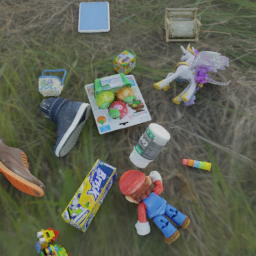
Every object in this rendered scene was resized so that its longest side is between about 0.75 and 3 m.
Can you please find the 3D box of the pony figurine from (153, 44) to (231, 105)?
[{"bbox_3d":[2.654,-2.145,11.281,2.467,2.129,2.556,30,77,26],"label":"pony figurine"}]

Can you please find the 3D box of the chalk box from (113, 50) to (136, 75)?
[{"bbox_3d":[-0.063,-2.918,12.355,0.654,0.658,1.054,37,65,22],"label":"chalk box"}]

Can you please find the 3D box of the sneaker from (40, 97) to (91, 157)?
[{"bbox_3d":[-2.608,-0.130,10.302,1.725,0.908,2.387,17,55,7],"label":"sneaker"}]

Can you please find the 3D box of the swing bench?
[{"bbox_3d":[2.614,-5.011,13.582,1.551,1.012,1.559,1,51,1],"label":"swing bench"}]

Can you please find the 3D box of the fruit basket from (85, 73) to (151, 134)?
[{"bbox_3d":[-0.416,-1.031,10.881,2.076,1.051,2.242,-15,61,-10],"label":"fruit basket"}]

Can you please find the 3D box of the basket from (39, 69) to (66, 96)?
[{"bbox_3d":[-3.099,-1.902,11.472,1.028,0.811,1.165,-2,60,13],"label":"basket"}]

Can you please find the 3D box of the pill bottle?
[{"bbox_3d":[0.631,0.552,8.436,0.723,1.279,0.723,27,26,-14],"label":"pill bottle"}]

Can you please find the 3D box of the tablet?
[{"bbox_3d":[-1.756,-5.791,14.571,1.570,0.165,2.413,-3,57,-2],"label":"tablet"}]

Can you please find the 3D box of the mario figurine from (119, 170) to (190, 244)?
[{"bbox_3d":[0.709,2.362,8.858,2.472,1.310,1.526,45,30,14],"label":"mario figurine"}]

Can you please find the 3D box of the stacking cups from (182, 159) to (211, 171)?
[{"bbox_3d":[2.397,1.274,9.824,0.956,0.289,0.289,9,57,13],"label":"stacking cups"}]

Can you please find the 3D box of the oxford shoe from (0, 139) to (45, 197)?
[{"bbox_3d":[-3.735,1.242,9.396,2.866,1.022,1.045,30,56,19],"label":"oxford shoe"}]

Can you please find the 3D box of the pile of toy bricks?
[{"bbox_3d":[-2.064,3.665,8.021,0.748,0.841,1.515,-3,34,-35],"label":"pile of toy bricks"}]

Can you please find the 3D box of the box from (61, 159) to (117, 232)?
[{"bbox_3d":[-1.163,2.120,8.969,0.749,0.688,2.139,23,60,15],"label":"box"}]
